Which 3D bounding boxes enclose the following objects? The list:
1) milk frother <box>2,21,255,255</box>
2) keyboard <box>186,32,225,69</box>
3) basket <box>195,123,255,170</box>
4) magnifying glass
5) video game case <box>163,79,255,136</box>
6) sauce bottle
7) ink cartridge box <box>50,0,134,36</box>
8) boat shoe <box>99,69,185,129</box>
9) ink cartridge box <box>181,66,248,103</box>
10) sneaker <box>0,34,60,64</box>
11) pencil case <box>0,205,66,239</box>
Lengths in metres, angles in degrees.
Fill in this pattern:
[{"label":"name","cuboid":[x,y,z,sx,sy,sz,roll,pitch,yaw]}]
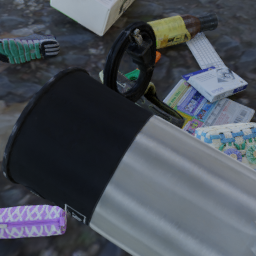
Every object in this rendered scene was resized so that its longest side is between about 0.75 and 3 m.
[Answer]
[{"label":"milk frother","cuboid":[0.408,0.097,3.214,2.268,2.176,2.411,30,91,8]},{"label":"keyboard","cuboid":[2.530,-2.344,9.090,0.721,0.137,2.562,-10,52,-8]},{"label":"basket","cuboid":[2.079,0.864,5.745,1.637,1.856,1.291,-10,11,-8]},{"label":"magnifying glass","cuboid":[0.224,-1.466,8.338,1.072,0.302,2.694,25,58,19]},{"label":"video game case","cuboid":[1.785,-0.103,7.243,2.199,0.266,2.416,28,58,20]},{"label":"sauce bottle","cuboid":[1.621,-3.240,9.247,2.773,0.897,0.897,-17,54,-8]},{"label":"ink cartridge box","cuboid":[-1.036,-5.083,10.183,2.180,1.259,2.997,30,56,-1]},{"label":"boat shoe","cuboid":[0.258,-0.547,4.915,1.861,0.612,0.665,48,29,19]},{"label":"ink cartridge box","cuboid":[2.440,-1.376,7.957,1.339,0.272,1.341,-21,51,-24]},{"label":"sneaker","cuboid":[-3.315,-2.624,9.022,2.121,0.789,0.928,-6,41,-18]},{"label":"pencil case","cuboid":[-1.931,1.827,5.484,1.464,0.626,0.614,-4,70,-5]}]
